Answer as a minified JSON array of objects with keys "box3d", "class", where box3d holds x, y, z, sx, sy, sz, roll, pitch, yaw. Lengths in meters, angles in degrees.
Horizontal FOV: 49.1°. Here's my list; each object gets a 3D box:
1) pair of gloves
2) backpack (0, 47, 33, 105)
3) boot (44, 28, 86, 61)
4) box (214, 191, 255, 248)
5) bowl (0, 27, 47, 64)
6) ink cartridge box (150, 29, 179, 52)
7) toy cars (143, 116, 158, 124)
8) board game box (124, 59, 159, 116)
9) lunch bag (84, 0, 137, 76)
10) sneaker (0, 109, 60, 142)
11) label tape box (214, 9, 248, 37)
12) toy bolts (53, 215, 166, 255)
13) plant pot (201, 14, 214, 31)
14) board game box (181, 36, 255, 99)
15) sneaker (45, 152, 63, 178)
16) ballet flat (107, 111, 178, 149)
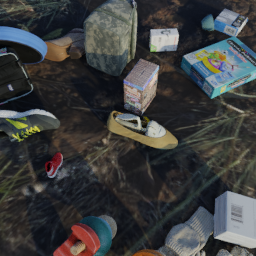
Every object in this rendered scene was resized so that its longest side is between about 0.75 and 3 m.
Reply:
[{"box3d":[2.285,3.692,7.951,2.125,0.438,2.499,-32,60,-20],"class":"pair of gloves"},{"box3d":[-5.146,-1.984,11.013,2.223,1.974,1.674,-28,38,-13],"class":"backpack"},{"box3d":[-2.878,-4.024,13.156,2.631,0.924,1.924,11,49,6],"class":"boot"},{"box3d":[3.289,2.712,8.276,1.246,0.814,1.239,17,56,-3],"class":"box"},{"box3d":[-4.731,-3.343,11.691,2.580,2.580,0.506,3,81,2],"class":"bowl"},{"box3d":[1.665,-4.101,13.096,1.240,0.902,0.521,-3,55,-2],"class":"ink cartridge box"},{"box3d":[0.887,-0.193,10.804,0.812,0.180,0.364,28,24,18],"class":"toy cars"},{"box3d":[0.502,-1.556,10.867,0.799,1.650,1.315,25,59,17],"class":"board game box"},{"box3d":[-0.547,-3.954,11.914,1.870,2.683,2.251,23,59,13],"class":"lunch bag"},{"box3d":[-3.796,0.019,10.304,2.665,0.992,1.128,-1,61,10],"class":"sneaker"},{"box3d":[5.298,-5.504,14.272,1.271,0.586,1.774,31,62,18],"class":"label tape box"},{"box3d":[-0.499,3.778,7.523,2.887,2.002,2.758,45,106,16],"class":"toy bolts"},{"box3d":[3.961,-5.233,14.032,0.524,0.778,0.778,-12,55,10],"class":"plant pot"},{"box3d":[4.183,-2.741,12.283,2.926,0.687,2.209,-24,59,-16],"class":"board game box"},{"box3d":[-2.533,1.176,9.627,0.377,0.556,0.962,6,55,4],"class":"sneaker"},{"box3d":[0.512,0.049,10.172,2.737,0.862,0.939,15,43,10],"class":"ballet flat"}]
